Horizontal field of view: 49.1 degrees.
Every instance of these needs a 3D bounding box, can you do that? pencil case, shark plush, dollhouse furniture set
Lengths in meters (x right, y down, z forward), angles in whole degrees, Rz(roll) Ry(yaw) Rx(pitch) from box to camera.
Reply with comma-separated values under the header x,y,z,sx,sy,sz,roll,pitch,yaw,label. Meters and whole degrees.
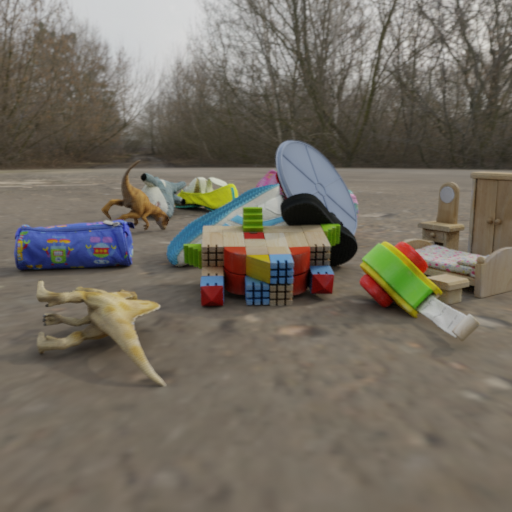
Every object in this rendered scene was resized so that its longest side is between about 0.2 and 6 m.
x,y,z,sx,sy,sz,roll,pitch,yaw,label
-2.635,-0.168,8.183,1.701,0.739,0.664,-3,35,-11,pencil case
0.980,-1.033,10.652,2.075,0.907,0.907,11,4,-33,pencil case
-2.393,-1.474,14.841,1.080,1.178,2.593,21,10,3,shark plush
2.608,-0.443,7.854,2.851,1.392,2.431,-7,13,-34,dollhouse furniture set

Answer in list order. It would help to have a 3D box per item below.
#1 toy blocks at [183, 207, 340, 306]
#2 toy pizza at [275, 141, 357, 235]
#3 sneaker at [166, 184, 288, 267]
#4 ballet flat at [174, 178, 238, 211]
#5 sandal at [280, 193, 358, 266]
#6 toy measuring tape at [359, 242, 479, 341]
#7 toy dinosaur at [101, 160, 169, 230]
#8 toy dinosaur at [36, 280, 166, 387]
x,y,z,sx,sy,sz,roll,pitch,yaw,label
0.118,0.104,6.699,2.033,1.016,1.390,-1,22,-4,toy blocks
1.030,-1.105,9.908,0.330,2.082,2.082,-33,-11,35,toy pizza
-0.355,-0.335,8.778,2.253,0.910,0.862,-31,19,-29,sneaker
-1.402,-1.722,15.622,0.930,0.933,2.782,-9,14,-37,ballet flat
0.916,-0.407,7.730,0.683,0.435,1.817,-17,-34,20,sandal
1.551,0.275,5.821,0.760,0.760,2.065,-1,12,-6,toy measuring tape
-2.466,-1.108,11.070,0.677,1.191,2.242,48,-5,25,toy dinosaur
-1.373,0.521,4.975,1.063,0.612,2.102,-2,11,-17,toy dinosaur
